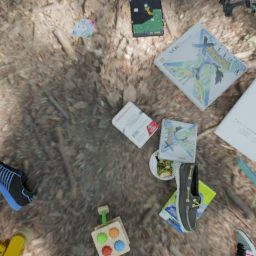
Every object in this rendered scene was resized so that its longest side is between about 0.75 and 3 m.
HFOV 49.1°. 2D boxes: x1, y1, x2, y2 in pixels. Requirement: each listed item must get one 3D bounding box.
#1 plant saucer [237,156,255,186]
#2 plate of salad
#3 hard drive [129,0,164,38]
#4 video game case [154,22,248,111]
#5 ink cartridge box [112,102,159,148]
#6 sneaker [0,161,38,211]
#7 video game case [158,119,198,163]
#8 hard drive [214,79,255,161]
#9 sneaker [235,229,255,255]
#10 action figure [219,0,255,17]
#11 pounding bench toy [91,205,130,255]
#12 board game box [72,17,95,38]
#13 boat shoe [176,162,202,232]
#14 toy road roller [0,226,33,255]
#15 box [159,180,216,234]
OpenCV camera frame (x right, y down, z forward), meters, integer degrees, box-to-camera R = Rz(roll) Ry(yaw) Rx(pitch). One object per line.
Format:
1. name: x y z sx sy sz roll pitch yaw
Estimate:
1. plant saucer: 4.676 2.041 9.845 0.230 0.847 2.423 -41 82 18
2. plate of salad: 1.361 1.309 10.210 1.150 0.276 1.150 0 79 1
3. hard drive: 0.739 -4.570 11.258 1.302 0.353 1.864 -5 79 -1
4. video game case: 2.812 -2.444 10.886 2.479 0.299 2.720 -42 82 -7
5. ink cartridge box: 0.256 -0.117 10.309 1.411 0.591 1.018 42 82 7
6. sneaker: -4.207 1.675 9.868 0.950 0.855 2.438 -38 90 -9
7. video game case: 1.843 0.483 10.256 1.349 0.163 1.480 11 74 -7
8. hard drive: 4.661 -0.379 10.117 1.772 0.353 2.687 37 96 4
9. sneaker: 3.806 4.357 9.474 0.974 0.675 1.613 -22 81 -14
10. action figure: 5.149 -4.983 10.794 2.917 1.488 1.733 4 69 2
11. pounding bench toy: -0.669 3.408 9.340 0.965 1.211 1.553 -23 80 -4
12. board game box: -1.793 -4.057 11.293 0.769 0.099 0.768 14 79 3
13. boat shoe: 2.050 2.259 9.265 0.679 0.803 2.254 -15 69 38
14. toy road roller: -4.081 3.990 9.245 1.239 1.043 1.697 28 81 -3
15. box: 2.085 2.672 9.882 1.119 0.437 1.835 38 81 7
